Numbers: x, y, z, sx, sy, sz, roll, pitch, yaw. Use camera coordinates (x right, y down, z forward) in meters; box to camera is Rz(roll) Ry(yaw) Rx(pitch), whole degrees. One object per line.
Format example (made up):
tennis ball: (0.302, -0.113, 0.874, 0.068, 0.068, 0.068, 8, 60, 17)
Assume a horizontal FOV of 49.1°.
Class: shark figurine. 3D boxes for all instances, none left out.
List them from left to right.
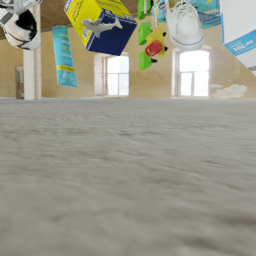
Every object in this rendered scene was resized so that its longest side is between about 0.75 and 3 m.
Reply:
shark figurine: (-0.590, -2.245, 6.376, 0.886, 0.370, 0.529, -3, -10, -5)

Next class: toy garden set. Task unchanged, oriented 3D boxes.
toy garden set: (0.633, -2.911, 7.267, 0.528, 2.644, 2.204, -2, 9, -3)

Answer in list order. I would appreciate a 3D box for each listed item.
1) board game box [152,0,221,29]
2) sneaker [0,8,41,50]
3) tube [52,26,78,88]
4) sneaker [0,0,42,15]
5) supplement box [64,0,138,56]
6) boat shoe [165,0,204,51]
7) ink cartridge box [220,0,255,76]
board game box: (2.557, -4.181, 9.845, 2.760, 0.648, 2.084, -5, 6, -33)
sneaker: (-3.141, -2.958, 8.389, 1.030, 0.949, 2.574, 25, -6, 7)
tube: (-1.979, -2.167, 8.624, 0.741, 1.914, 0.482, 0, -14, -44)
sneaker: (-2.932, -3.462, 6.742, 1.042, 1.804, 0.677, -35, -16, 5)
supplement box: (-0.972, -3.698, 9.239, 1.310, 1.318, 2.407, -2, 50, -39)
boat shoe: (1.437, -3.010, 7.404, 0.841, 0.971, 2.278, -12, 50, 7)
ink cartridge box: (3.222, -2.221, 6.627, 2.300, 1.684, 0.987, 27, -32, -36)
